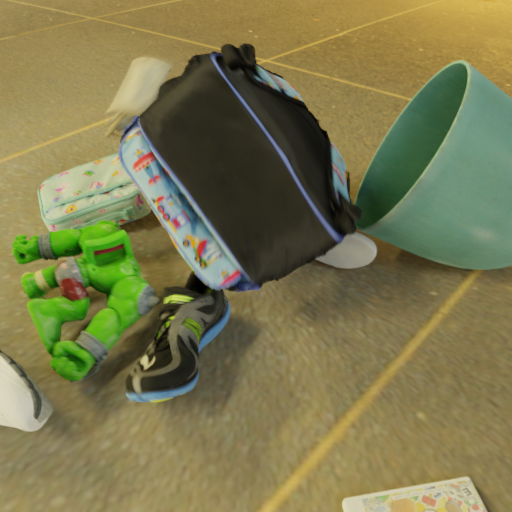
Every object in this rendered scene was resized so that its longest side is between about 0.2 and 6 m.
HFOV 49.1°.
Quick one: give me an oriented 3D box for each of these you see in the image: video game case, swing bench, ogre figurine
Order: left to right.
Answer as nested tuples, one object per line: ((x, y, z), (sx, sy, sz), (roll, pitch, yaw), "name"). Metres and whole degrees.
((-2.636, 0.436, 8.701), (1.763, 1.443, 2.941), (-26, 31, -13), "ogre figurine")
((-2.095, -2.712, 9.895), (0.772, 1.191, 1.184), (21, 67, -5), "swing bench")
((1.898, 3.197, 6.073), (1.579, 0.181, 1.437), (-6, 38, -8), "video game case")

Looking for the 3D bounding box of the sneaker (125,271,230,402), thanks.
((-1.147, 1.043, 7.898), (0.950, 1.111, 2.681), (-5, 27, 21), "sneaker")

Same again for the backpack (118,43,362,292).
((-0.002, -1.415, 8.777), (2.378, 3.227, 3.535), (-33, 7, 19), "backpack")

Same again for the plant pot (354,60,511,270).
((3.594, -1.243, 9.599), (2.558, 3.187, 3.187), (28, 38, -9), "plant pot")

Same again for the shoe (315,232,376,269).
((1.178, -0.445, 10.239), (2.220, 0.793, 1.010), (8, 40, 25), "shoe")

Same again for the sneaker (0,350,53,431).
((-4.156, 1.790, 7.339), (3.361, 1.252, 1.464), (10, 51, 22), "sneaker")

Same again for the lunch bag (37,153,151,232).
((-3.147, -1.157, 11.026), (2.106, 0.812, 1.689), (-22, 41, -8), "lunch bag")
